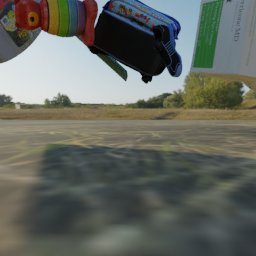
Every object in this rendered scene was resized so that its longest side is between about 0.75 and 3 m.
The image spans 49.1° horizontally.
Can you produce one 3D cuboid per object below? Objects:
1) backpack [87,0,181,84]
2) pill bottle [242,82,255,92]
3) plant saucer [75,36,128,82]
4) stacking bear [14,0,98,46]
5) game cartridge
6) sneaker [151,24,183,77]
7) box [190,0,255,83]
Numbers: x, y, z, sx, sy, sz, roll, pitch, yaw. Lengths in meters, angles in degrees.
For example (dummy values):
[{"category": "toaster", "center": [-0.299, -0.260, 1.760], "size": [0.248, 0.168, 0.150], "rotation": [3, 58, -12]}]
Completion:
[{"category": "backpack", "center": [0.467, -3.080, 9.463], "size": [2.659, 1.960, 2.913], "rotation": [30, 29, 7]}, {"category": "pill bottle", "center": [4.500, -1.990, 10.317], "size": [1.429, 0.817, 0.817], "rotation": [29, -12, -27]}, {"category": "plant saucer", "center": [-0.894, -2.587, 9.775], "size": [2.420, 0.230, 0.846], "rotation": [39, 19, -19]}, {"category": "stacking bear", "center": [-2.011, -3.034, 7.653], "size": [2.046, 1.242, 1.163], "rotation": [-5, 41, -25]}, {"category": "game cartridge", "center": [-3.349, -3.231, 8.061], "size": [0.553, 2.707, 1.802], "rotation": [7, -34, 27]}, {"category": "sneaker", "center": [0.778, -1.598, 5.847], "size": [0.450, 1.155, 0.405], "rotation": [-10, -8, -32]}, {"category": "box", "center": [2.662, -1.997, 6.512], "size": [1.765, 1.756, 1.512], "rotation": [1, 11, -32]}]
